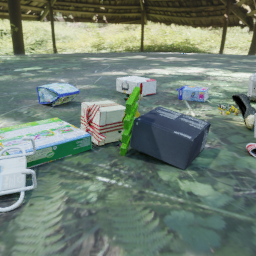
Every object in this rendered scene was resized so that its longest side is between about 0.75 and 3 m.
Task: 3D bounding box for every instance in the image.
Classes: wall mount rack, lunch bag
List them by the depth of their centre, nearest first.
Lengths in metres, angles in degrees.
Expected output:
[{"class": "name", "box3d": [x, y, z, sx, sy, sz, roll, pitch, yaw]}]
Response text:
[{"class": "wall mount rack", "box3d": [-3.256, 0.930, 6.740, 1.992, 0.855, 2.292, -7, 36, -15]}, {"class": "lunch bag", "box3d": [-3.669, -1.805, 14.836, 1.758, 1.120, 1.494, 2, 17, 36]}]

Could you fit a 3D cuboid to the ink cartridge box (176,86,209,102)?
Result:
[{"class": "ink cartridge box", "box3d": [3.645, -1.991, 16.084, 1.732, 0.661, 1.181, 8, 21, 26]}]

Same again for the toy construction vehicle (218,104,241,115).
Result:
[{"class": "toy construction vehicle", "box3d": [4.790, -0.806, 13.245, 0.945, 0.382, 1.085, 7, 20, -14]}]

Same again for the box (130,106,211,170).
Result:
[{"class": "box", "box3d": [1.333, 0.216, 8.812, 1.924, 1.002, 1.752, 21, 27, 27]}]

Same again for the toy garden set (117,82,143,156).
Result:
[{"class": "toy garden set", "box3d": [0.052, -0.443, 8.766, 0.414, 2.076, 1.731, 16, 43, 9]}]

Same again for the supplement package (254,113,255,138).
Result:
[{"class": "supplement package", "box3d": [5.515, -0.224, 10.034, 1.721, 1.006, 1.010, -23, 28, -22]}]

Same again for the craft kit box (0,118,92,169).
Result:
[{"class": "craft kit box", "box3d": [-2.990, 0.407, 9.379, 2.621, 0.636, 2.588, -15, 27, -36]}]

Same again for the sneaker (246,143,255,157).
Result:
[{"class": "sneaker", "box3d": [4.314, 0.702, 8.810, 1.049, 0.374, 0.590, -2, 14, 18]}]

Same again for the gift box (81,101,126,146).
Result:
[{"class": "gift box", "box3d": [-0.860, -0.245, 9.908, 1.417, 1.400, 1.517, -10, 20, -36]}]

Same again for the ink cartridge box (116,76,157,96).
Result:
[{"class": "ink cartridge box", "box3d": [0.499, -2.640, 17.491, 1.575, 0.914, 2.134, -14, 22, -35]}]

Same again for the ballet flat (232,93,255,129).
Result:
[{"class": "ballet flat", "box3d": [4.902, -0.716, 11.848, 0.702, 0.822, 2.472, 6, 32, 6]}]

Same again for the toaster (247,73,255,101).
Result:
[{"class": "toaster", "box3d": [7.730, -2.303, 15.524, 1.822, 1.603, 2.821, 8, 18, 29]}]
